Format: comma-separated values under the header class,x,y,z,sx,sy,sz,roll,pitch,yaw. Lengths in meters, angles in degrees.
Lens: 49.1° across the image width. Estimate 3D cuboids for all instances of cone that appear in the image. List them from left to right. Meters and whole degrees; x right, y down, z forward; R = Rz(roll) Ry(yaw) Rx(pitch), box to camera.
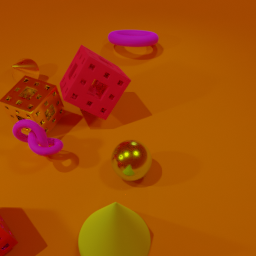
class,x,y,z,sx,sy,sz,roll,pitch,yaw
cone,-3.379,-1.816,8.695,0.926,0.926,0.929,5,1,5
cone,-0.228,1.687,4.987,1.406,1.411,1.406,2,45,-2

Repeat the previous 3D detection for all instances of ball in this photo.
class,x,y,z,sx,sy,sz,roll,pitch,yaw
ball,0.077,0.729,6.359,0.935,0.935,0.935,0,44,0

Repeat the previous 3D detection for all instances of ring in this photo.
class,x,y,z,sx,sy,sz,roll,pitch,yaw
ring,0.201,-3.425,10.658,1.924,0.385,1.924,1,27,-1

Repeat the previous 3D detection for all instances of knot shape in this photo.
class,x,y,z,sx,sy,sz,roll,pitch,yaw
knot shape,-2.095,0.294,6.673,1.192,1.115,0.551,35,79,3

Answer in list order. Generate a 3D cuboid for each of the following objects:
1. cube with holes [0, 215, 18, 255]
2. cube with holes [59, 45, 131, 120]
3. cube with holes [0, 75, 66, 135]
class,x,y,z,sx,sy,sz,roll,pitch,yaw
cube with holes,-2.919,1.843,4.956,1.136,1.136,1.136,-38,57,-23
cube with holes,-0.931,-1.235,7.539,1.268,1.268,1.268,26,17,-28
cube with holes,-2.500,-0.568,7.498,1.040,1.040,1.040,20,57,18
